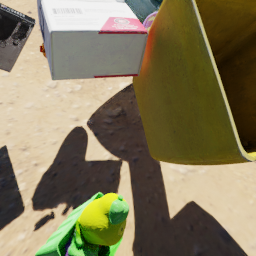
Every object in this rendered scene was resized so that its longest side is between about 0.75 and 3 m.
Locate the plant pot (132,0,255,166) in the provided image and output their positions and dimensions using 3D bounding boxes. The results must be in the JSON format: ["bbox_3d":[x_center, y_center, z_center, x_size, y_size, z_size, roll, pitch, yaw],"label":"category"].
[{"bbox_3d":[1.722,-0.720,5.585,2.978,2.626,2.978,-5,76,-32],"label":"plant pot"}]

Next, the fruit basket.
[{"bbox_3d":[-0.334,1.177,3.079,1.127,0.813,1.127,-25,8,4],"label":"fruit basket"}]

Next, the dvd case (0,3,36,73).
[{"bbox_3d":[-3.585,-2.428,7.475,1.533,2.039,0.252,17,50,-34],"label":"dvd case"}]

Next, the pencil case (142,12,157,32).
[{"bbox_3d":[0.616,-2.493,7.646,1.070,1.050,2.503,5,10,-10],"label":"pencil case"}]

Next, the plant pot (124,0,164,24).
[{"bbox_3d":[0.600,-4.662,9.393,2.988,2.988,2.002,-32,27,-27],"label":"plant pot"}]

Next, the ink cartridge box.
[{"bbox_3d":[-0.847,-2.030,5.635,1.696,0.988,2.343,-6,45,-19],"label":"ink cartridge box"}]

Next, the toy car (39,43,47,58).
[{"bbox_3d":[-2.050,-2.700,7.447,0.635,1.909,0.937,-6,8,-31],"label":"toy car"}]
